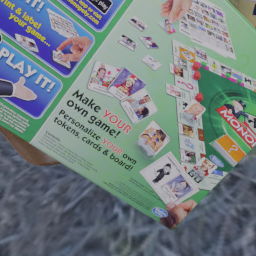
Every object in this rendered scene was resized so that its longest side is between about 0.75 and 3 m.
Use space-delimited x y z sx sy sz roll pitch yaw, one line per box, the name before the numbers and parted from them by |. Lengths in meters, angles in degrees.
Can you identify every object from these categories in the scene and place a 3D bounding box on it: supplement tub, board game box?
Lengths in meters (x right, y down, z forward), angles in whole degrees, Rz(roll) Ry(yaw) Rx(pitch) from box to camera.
supplement tub | 3.140 -3.166 6.552 1.667 2.299 1.667 -5 67 12
board game box | -0.046 -0.301 1.481 1.744 1.174 0.254 36 13 -17

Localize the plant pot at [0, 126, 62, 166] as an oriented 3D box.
plant pot | -1.204 -1.194 3.825 2.850 2.821 2.850 -18 29 10
